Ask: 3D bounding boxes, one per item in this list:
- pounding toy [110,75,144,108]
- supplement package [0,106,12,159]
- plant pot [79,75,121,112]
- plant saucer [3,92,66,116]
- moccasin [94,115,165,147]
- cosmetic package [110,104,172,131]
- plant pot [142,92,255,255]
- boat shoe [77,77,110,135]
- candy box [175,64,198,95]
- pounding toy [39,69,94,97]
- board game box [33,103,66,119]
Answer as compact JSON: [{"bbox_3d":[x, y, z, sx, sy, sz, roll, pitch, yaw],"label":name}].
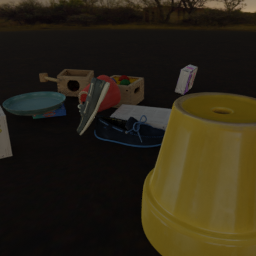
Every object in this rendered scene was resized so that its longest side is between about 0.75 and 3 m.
[{"bbox_3d":[-0.477,-1.525,10.394,2.056,0.941,1.806,10,27,24],"label":"pounding toy"},{"bbox_3d":[-3.141,0.111,6.542,0.573,1.033,0.804,-13,27,-28],"label":"supplement package"},{"bbox_3d":[-0.896,-0.951,8.415,1.050,1.050,0.929,18,40,36],"label":"plant pot"},{"bbox_3d":[-2.987,-0.788,9.053,1.943,0.266,1.943,-2,23,1],"label":"plant saucer"},{"bbox_3d":[0.037,0.045,7.157,1.952,0.666,0.785,5,24,10],"label":"moccasin"},{"bbox_3d":[0.419,-0.244,8.126,1.669,0.431,1.258,7,22,16],"label":"cosmetic package"},{"bbox_3d":[1.295,0.621,4.137,2.151,2.024,2.151,0,22,0],"label":"plant pot"},{"bbox_3d":[-0.975,-0.539,6.984,0.477,1.543,0.562,28,20,-4],"label":"boat shoe"},{"bbox_3d":[2.394,-1.995,11.439,0.408,0.958,1.142,23,31,20],"label":"candy box"},{"bbox_3d":[-2.398,-1.643,10.757,1.931,0.884,1.697,3,25,1],"label":"pounding toy"},{"bbox_3d":[-2.588,-0.587,9.173,1.025,0.231,0.780,-7,24,-15],"label":"board game box"}]
